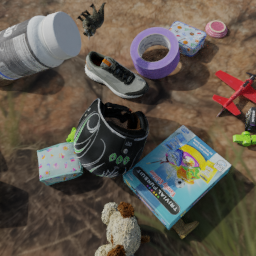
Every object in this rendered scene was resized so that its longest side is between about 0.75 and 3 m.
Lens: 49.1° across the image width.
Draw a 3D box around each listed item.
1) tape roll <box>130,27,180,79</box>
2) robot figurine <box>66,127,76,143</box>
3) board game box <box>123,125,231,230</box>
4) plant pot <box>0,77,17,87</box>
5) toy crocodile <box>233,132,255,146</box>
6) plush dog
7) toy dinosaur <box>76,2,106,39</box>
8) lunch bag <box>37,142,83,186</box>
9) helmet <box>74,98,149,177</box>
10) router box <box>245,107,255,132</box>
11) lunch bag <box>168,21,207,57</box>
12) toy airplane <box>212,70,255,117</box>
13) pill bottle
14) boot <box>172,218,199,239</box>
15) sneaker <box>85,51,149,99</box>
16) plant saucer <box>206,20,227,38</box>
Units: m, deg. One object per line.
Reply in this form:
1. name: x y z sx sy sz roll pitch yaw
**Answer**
1. tape roll: 1.136 -3.122 11.696 1.984 0.843 1.984 -4 71 11
2. robot figurine: -1.879 0.315 10.463 0.852 0.493 0.748 -41 68 -17
3. board game box: 1.657 1.565 9.579 2.928 0.687 2.211 -38 62 -18
4. plant pot: -5.528 -3.115 11.356 2.211 1.928 2.211 0 63 0
5. toy crocodile: 4.671 0.444 10.463 1.469 0.454 0.496 -1 57 4
6. plush dog: -0.117 3.205 8.340 1.634 1.749 2.036 8 64 4
7. toy dinosaur: -1.269 -3.887 10.123 0.880 0.662 1.720 48 56 -20
8. lunch bag: -2.335 1.226 9.816 1.430 0.872 1.218 -15 64 -1
9. helmet: -0.643 0.423 9.305 2.487 2.371 2.487 22 37 -18
10. router box: 4.690 -0.327 10.723 0.202 0.591 0.792 13 65 7
11. lunch bag: 2.571 -3.990 12.497 1.739 0.657 1.393 31 66 15
12. toy airplane: 4.406 -1.421 11.314 2.680 0.493 2.680 -1 63 1
13. pill bottle: -2.867 -2.479 8.549 2.681 1.525 1.525 -9 61 26
14. boot: 1.744 3.025 9.237 0.837 0.316 0.956 -34 68 -15
15. sneaker: -0.511 -2.147 11.305 2.944 1.167 1.088 27 65 11
16. plant saucer: 4.131 -4.639 13.026 1.001 0.254 1.001 0 64 1
